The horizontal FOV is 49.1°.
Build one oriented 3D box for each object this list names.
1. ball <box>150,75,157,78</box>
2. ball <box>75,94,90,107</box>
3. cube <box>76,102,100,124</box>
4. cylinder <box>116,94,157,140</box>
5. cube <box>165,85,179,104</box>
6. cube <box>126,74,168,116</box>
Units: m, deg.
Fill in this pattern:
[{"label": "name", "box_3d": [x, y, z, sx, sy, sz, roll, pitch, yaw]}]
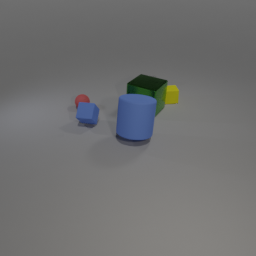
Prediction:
[{"label": "ball", "box_3d": [1.312, -2.532, 15.293, 0.700, 0.700, 0.700, 0, 30, 0]}, {"label": "ball", "box_3d": [-2.136, -1.231, 13.111, 0.700, 0.700, 0.700, 0, 30, 0]}, {"label": "cube", "box_3d": [-1.663, -0.607, 11.621, 0.700, 0.700, 0.700, 6, 74, 13]}, {"label": "cylinder", "box_3d": [0.300, -0.439, 10.499, 1.400, 1.400, 1.400, 5, 20, -2]}, {"label": "cube", "box_3d": [2.071, -1.648, 13.800, 0.700, 0.700, 0.700, -4, 31, -4]}, {"label": "cube", "box_3d": [0.843, -1.463, 12.729, 1.400, 1.400, 1.400, 18, 34, 23]}]
